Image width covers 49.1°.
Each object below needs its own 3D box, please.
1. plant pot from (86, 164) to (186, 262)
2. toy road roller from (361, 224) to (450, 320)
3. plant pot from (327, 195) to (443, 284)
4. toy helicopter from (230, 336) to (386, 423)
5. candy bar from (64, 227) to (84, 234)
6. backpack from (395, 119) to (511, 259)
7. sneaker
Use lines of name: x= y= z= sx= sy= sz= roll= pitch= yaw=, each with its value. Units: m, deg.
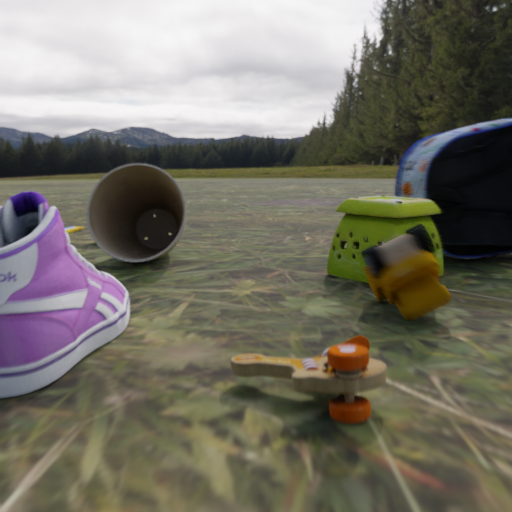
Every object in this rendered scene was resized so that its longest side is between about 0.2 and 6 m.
plant pot: x=-1.908 y=-0.604 z=9.895 sx=1.627 sy=1.627 sz=1.737 roll=0 pitch=-7 yaw=2
toy road roller: x=1.764 y=0.318 z=6.445 sx=0.771 sy=0.916 sz=1.255 roll=-26 pitch=-27 yaw=6
plant pot: x=1.960 y=-0.276 z=8.433 sx=1.312 sy=1.197 sz=1.319 roll=-8 pitch=14 yaw=-41
toy helicopter: x=0.384 y=0.836 z=4.250 sx=1.212 sy=0.478 sz=0.801 roll=0 pitch=8 yaw=26
candy bar: x=-4.509 y=-0.599 z=13.384 sx=0.288 sy=0.128 sz=1.154 roll=1 pitch=9 yaw=10
backpack: x=3.780 y=-1.163 z=9.960 sx=2.607 sy=2.737 sz=2.109 roll=-10 pitch=6 yaw=-21
sneaker: x=-1.822 y=0.126 z=5.297 sx=0.953 sy=1.499 sz=2.629 roll=-2 pitch=9 yaw=0
